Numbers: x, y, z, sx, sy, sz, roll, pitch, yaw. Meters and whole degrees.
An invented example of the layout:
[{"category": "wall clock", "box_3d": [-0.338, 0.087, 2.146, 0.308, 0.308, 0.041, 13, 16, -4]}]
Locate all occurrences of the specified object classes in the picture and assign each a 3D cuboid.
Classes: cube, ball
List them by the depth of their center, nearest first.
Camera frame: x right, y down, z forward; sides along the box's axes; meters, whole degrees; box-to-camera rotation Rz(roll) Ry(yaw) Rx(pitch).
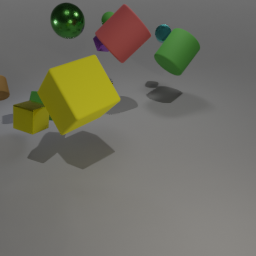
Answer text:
[{"category": "cube", "box_3d": [-1.336, -0.859, 7.470, 1.400, 1.400, 1.400, -29, -2, -34]}, {"category": "cube", "box_3d": [-2.704, -0.314, 7.851, 0.700, 0.700, 0.700, 16, 22, 19]}, {"category": "cube", "box_3d": [-2.597, -0.675, 8.676, 0.700, 0.700, 0.700, 5, 75, 9]}, {"category": "ball", "box_3d": [-2.472, -4.389, 11.508, 1.400, 1.400, 1.400, 0, 30, 0]}, {"category": "ball", "box_3d": [-0.784, -4.585, 11.935, 0.700, 0.700, 0.700, 0, 30, 0]}, {"category": "cube", "box_3d": [-1.129, -4.148, 13.417, 0.700, 0.700, 0.700, -10, -15, -43]}]

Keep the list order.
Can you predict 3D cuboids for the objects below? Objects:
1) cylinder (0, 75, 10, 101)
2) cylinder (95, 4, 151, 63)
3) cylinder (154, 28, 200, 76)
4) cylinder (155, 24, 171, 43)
[{"category": "cylinder", "box_3d": [-4.707, -1.447, 10.124, 0.700, 0.700, 0.700, -13, 70, -21]}, {"category": "cylinder", "box_3d": [-0.162, -3.216, 9.634, 1.400, 1.400, 1.400, -41, 30, 11]}, {"category": "cylinder", "box_3d": [2.044, -3.159, 11.720, 1.400, 1.400, 1.400, -53, 46, -3]}, {"category": "cylinder", "box_3d": [1.563, -4.153, 12.386, 0.700, 0.700, 0.700, 5, 9, 8]}]
